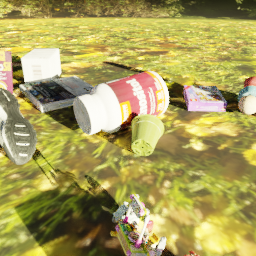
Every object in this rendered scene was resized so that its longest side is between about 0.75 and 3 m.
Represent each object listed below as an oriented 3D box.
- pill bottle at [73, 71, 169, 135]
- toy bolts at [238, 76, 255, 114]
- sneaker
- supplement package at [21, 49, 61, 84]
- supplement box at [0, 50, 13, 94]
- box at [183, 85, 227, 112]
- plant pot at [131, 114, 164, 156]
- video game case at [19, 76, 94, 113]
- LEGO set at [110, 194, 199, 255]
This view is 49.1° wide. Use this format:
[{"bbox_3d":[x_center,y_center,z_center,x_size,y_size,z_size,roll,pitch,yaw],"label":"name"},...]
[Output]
[{"bbox_3d":[-0.198,-0.730,8.446,2.642,1.493,1.493,-21,33,-28],"label":"pill bottle"},{"bbox_3d":[4.802,-1.255,9.197,2.422,2.314,1.680,-4,26,36],"label":"toy bolts"},{"bbox_3d":[-3.159,0.012,7.334,0.897,0.962,2.426,13,37,-54],"label":"sneaker"},{"bbox_3d":[-4.023,-2.919,13.235,1.260,1.256,2.148,0,26,-1],"label":"supplement package"},{"bbox_3d":[-4.597,-1.491,9.098,1.072,2.077,1.360,6,13,18],"label":"supplement box"},{"bbox_3d":[2.859,-1.162,10.665,1.322,0.378,1.932,2,26,5],"label":"box"},{"bbox_3d":[0.446,0.256,7.409,0.921,0.921,0.875,6,40,11],"label":"plant pot"},{"bbox_3d":[-2.734,-1.467,11.378,2.553,0.328,2.808,-16,31,-30],"label":"video game case"},{"bbox_3d":[0.501,1.662,4.155,1.002,0.811,2.179,9,13,-43],"label":"LEGO set"}]
